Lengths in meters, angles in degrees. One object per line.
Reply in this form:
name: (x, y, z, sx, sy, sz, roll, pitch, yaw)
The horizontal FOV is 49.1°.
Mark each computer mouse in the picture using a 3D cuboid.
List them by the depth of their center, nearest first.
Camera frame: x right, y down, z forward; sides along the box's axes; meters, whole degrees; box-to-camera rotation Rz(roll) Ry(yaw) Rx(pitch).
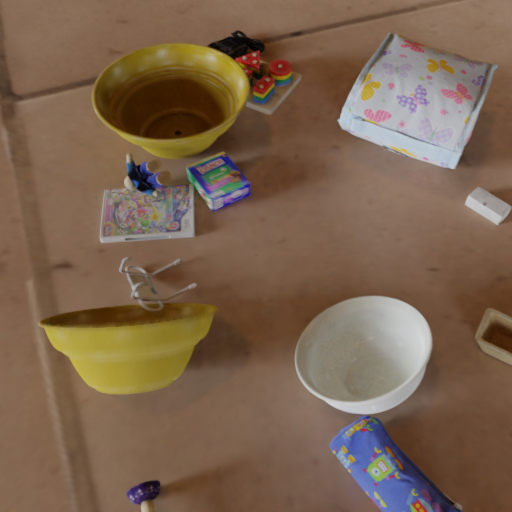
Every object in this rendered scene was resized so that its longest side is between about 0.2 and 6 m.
computer mouse: (-0.608, -5.053, 13.825, 1.044, 0.397, 1.508, 39, 52, 24)

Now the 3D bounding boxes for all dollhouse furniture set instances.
dollhouse furniture set: (4.476, 1.647, 8.103, 2.502, 1.776, 1.983, 26, 58, 18)

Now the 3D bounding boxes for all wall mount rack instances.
wall mount rack: (-1.727, 0.416, 9.733, 1.107, 0.475, 1.275, 6, 33, -36)

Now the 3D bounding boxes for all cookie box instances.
cookie box: (-0.764, -1.503, 11.211, 0.903, 0.397, 1.056, -26, 58, -20)

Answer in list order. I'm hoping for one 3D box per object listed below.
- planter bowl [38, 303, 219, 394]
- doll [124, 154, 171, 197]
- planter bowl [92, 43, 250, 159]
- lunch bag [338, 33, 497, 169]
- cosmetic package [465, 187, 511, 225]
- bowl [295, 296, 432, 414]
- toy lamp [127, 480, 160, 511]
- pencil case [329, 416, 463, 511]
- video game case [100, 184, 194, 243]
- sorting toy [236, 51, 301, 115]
planter bowl: (-1.843, 1.390, 8.375, 2.616, 2.616, 1.090, -2, 92, -2)
doll: (-2.134, -1.512, 10.583, 0.346, 1.427, 0.974, -47, 110, -26)
planter bowl: (-1.699, -2.987, 11.721, 3.156, 1.315, 3.156, 0, 54, 0)
lunch bag: (3.219, -2.986, 11.438, 2.470, 1.852, 2.912, 22, 47, 13)
cosmetic package: (4.522, -0.982, 10.923, 0.756, 0.280, 0.385, 38, 63, 25)
bowl: (1.674, 1.627, 8.460, 2.036, 0.915, 2.036, -15, 37, 12)
toy lamp: (-1.262, 3.911, 7.260, 0.537, 0.537, 1.845, -18, 56, -12)
pencil case: (1.926, 3.100, 7.651, 0.872, 0.783, 2.007, -46, 63, 5)
video game case: (-2.095, -0.843, 10.895, 1.762, 0.159, 1.262, -4, 54, -3)
sorting toy: (0.046, -4.153, 13.040, 1.525, 0.531, 1.516, 25, 58, 17)
